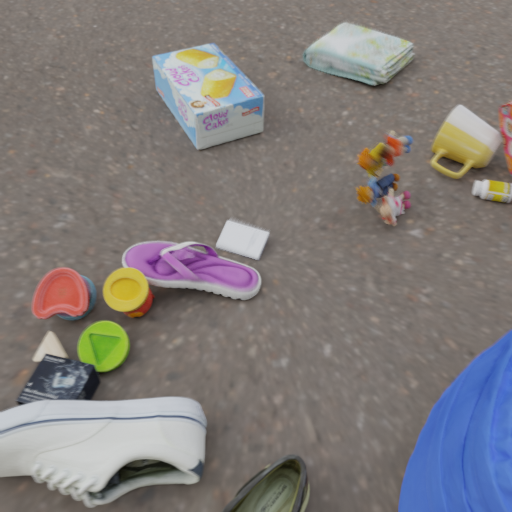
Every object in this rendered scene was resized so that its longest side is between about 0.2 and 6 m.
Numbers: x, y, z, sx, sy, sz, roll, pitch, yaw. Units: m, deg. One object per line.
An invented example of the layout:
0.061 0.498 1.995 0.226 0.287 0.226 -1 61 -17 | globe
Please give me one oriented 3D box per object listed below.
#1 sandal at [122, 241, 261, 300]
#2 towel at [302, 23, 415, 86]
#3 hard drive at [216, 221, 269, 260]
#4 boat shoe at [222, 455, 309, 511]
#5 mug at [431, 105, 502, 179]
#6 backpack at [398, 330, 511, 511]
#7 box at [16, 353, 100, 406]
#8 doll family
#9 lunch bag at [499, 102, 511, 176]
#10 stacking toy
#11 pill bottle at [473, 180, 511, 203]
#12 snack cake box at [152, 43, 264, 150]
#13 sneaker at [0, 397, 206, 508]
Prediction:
-1.042 0.101 9.506 2.377 0.584 0.967 11 44 -9 | sandal
2.779 -5.410 15.012 2.430 0.585 2.080 28 50 24 | towel
-0.249 -0.292 10.364 0.846 0.107 0.558 17 70 16 | hard drive
-0.257 3.431 6.427 0.983 0.904 2.751 26 52 23 | boat shoe
4.472 -2.330 11.961 1.142 1.391 1.114 35 19 18 | mug
3.968 2.381 5.385 4.333 3.636 3.521 34 48 15 | backpack
-2.845 1.952 8.114 0.824 0.492 0.838 11 46 10 | box
2.335 -1.466 10.624 0.803 1.783 1.107 11 25 41 | doll family
5.371 -2.125 10.707 0.784 1.913 1.685 -17 9 9 | lunch bag
-2.618 1.047 9.081 1.838 0.776 1.663 4 73 7 | stacking toy
4.751 -1.309 11.248 0.702 0.394 0.394 11 48 10 | pill bottle
-1.183 -3.838 13.226 1.670 0.976 2.905 -19 49 -18 | snack cake box
-2.190 2.534 7.101 3.165 1.156 1.120 -6 43 -7 | sneaker
